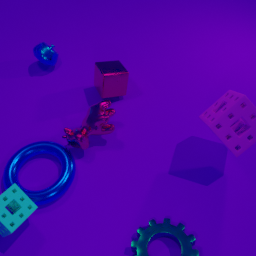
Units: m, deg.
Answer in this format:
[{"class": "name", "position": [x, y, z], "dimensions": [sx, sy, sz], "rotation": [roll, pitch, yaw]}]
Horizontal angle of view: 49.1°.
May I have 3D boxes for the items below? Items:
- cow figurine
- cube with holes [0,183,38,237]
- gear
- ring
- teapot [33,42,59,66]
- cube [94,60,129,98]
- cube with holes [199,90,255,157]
[{"class": "cow figurine", "position": [-1.098, -0.083, 7.948], "dimensions": [1.429, 0.797, 1.453], "rotation": [-14, 43, 14]}, {"class": "cube with holes", "position": [-2.658, 1.845, 6.259], "dimensions": [0.745, 0.745, 0.745], "rotation": [49, 47, -5]}, {"class": "gear", "position": [0.794, 2.692, 6.130], "dimensions": [1.432, 0.265, 1.432], "rotation": [-3, 42, 3]}, {"class": "ring", "position": [-2.328, 1.146, 7.408], "dimensions": [1.885, 0.377, 1.885], "rotation": [0, 53, 0]}, {"class": "teapot", "position": [-2.841, -2.636, 9.786], "dimensions": [0.903, 1.453, 0.711], "rotation": [43, 99, 7]}, {"class": "cube", "position": [-0.555, -1.574, 8.997], "dimensions": [0.855, 0.855, 0.855], "rotation": [-10, 43, -22]}, {"class": "cube with holes", "position": [2.622, -0.148, 6.987], "dimensions": [1.064, 1.064, 1.064], "rotation": [-43, 99, 11]}]
